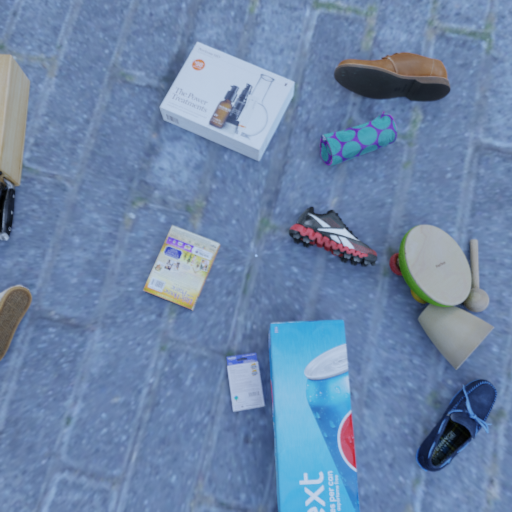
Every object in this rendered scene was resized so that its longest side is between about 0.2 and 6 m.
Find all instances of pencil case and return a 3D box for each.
[{"bbox_3d":[2.191,-2.541,12.145,1.632,0.695,0.754,-19,64,-5],"label":"pencil case"}]

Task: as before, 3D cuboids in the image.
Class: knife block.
[{"bbox_3d":[-5.520,-2.137,11.856,2.981,1.087,3.396,44,79,9],"label":"knife block"}]

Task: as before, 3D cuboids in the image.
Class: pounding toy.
[{"bbox_3d":[3.554,0.380,11.427,2.223,1.031,1.716,11,62,-27],"label":"pounding toy"}]

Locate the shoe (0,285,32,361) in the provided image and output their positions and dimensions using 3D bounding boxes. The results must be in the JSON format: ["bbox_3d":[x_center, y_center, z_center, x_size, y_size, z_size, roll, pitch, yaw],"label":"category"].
[{"bbox_3d":[-5.280,1.526,11.252,0.580,0.759,2.171,21,75,50],"label":"shoe"}]

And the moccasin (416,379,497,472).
[{"bbox_3d":[3.957,3.296,10.680,0.861,0.730,2.140,37,79,8],"label":"moccasin"}]

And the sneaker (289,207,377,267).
[{"bbox_3d":[1.689,-0.435,11.632,1.912,0.676,0.934,23,79,7],"label":"sneaker"}]

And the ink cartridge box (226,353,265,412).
[{"bbox_3d":[-0.219,2.507,11.145,0.635,0.223,1.065,-8,79,-2],"label":"ink cartridge box"}]

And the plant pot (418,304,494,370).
[{"bbox_3d":[3.841,1.434,11.059,1.101,1.101,1.176,-43,67,-10],"label":"plant pot"}]

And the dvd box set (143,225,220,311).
[{"bbox_3d":[-1.542,0.248,11.702,1.118,0.225,1.527,20,77,5],"label":"dvd box set"}]

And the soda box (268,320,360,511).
[{"bbox_3d":[1.036,3.335,10.360,1.416,1.340,4.175,-3,77,-1],"label":"soda box"}]

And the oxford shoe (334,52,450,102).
[{"bbox_3d":[2.969,-4.081,12.434,2.648,0.945,0.944,3,73,-13],"label":"oxford shoe"}]

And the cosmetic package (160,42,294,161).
[{"bbox_3d":[-0.623,-3.434,12.413,2.429,0.627,1.831,24,75,7],"label":"cosmetic package"}]
